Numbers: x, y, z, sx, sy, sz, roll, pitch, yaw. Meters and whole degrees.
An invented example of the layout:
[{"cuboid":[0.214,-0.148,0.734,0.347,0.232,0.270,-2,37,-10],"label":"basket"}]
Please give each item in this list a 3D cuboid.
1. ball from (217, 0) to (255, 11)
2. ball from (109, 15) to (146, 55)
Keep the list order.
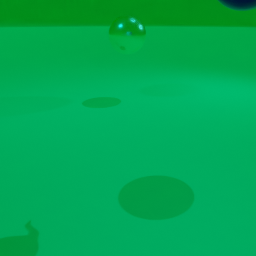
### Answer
[{"cuboid":[1.978,-2.608,4.624,1.248,1.248,1.248,0,22,0],"label":"ball"},{"cuboid":[-0.025,-3.329,10.036,1.346,1.346,1.346,0,22,0],"label":"ball"}]
